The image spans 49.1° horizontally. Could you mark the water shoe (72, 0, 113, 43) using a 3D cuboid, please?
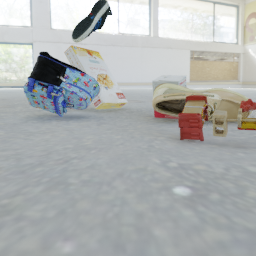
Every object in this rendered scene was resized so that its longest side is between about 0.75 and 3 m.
[{"bbox_3d":[-1.369,-4.174,11.379,0.772,2.160,0.852,35,-6,32],"label":"water shoe"}]

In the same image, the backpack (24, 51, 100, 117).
[{"bbox_3d":[-2.006,-1.179,8.864,2.051,1.380,1.872,20,-20,-8],"label":"backpack"}]

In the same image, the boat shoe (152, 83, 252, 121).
[{"bbox_3d":[2.096,-0.580,7.961,2.841,1.025,0.923,11,37,5],"label":"boat shoe"}]

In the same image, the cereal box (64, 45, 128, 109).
[{"bbox_3d":[-1.231,-2.006,11.339,0.530,2.682,1.930,-35,-11,27],"label":"cereal box"}]

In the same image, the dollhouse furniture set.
[{"bbox_3d":[1.795,-0.181,5.466,1.517,0.617,0.816,4,35,25],"label":"dollhouse furniture set"}]

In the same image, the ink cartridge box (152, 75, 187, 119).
[{"bbox_3d":[1.369,-1.037,9.077,0.891,1.232,0.895,5,24,27],"label":"ink cartridge box"}]
